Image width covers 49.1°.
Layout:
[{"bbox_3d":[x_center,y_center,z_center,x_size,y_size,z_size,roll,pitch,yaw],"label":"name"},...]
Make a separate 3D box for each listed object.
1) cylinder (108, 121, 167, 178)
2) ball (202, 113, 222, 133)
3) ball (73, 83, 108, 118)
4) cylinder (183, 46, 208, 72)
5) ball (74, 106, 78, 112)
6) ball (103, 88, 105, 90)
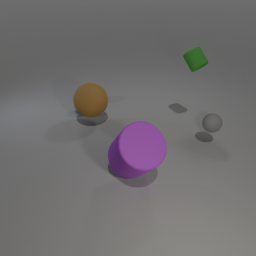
[{"bbox_3d":[0.229,0.680,8.240,1.400,1.400,1.400,5,70,-15],"label":"cylinder"},{"bbox_3d":[3.052,-0.180,10.140,0.700,0.700,0.700,0,31,0],"label":"ball"},{"bbox_3d":[-1.506,-1.123,11.365,1.400,1.400,1.400,0,31,0],"label":"ball"},{"bbox_3d":[2.531,-2.565,10.465,0.700,0.700,0.700,-27,-4,-2],"label":"cylinder"},{"bbox_3d":[-2.053,-1.003,12.573,0.700,0.700,0.700,0,31,0],"label":"ball"},{"bbox_3d":[-1.424,-1.670,13.681,0.700,0.700,0.700,0,31,0],"label":"ball"}]
